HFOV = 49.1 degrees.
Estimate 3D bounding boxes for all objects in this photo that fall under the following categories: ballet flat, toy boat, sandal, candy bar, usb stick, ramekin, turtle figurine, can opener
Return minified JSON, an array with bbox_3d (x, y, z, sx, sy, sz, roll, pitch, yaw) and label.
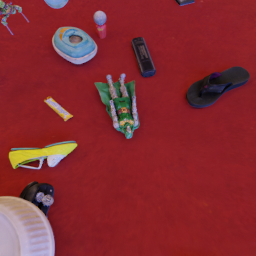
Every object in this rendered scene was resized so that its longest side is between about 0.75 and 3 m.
[{"bbox_3d":[-2.412,0.821,8.049,1.955,0.653,0.655,-7,76,-2],"label":"ballet flat"},{"bbox_3d":[-1.756,-3.580,10.791,1.987,1.098,2.363,38,63,24],"label":"toy boat"},{"bbox_3d":[3.094,-1.594,9.658,2.700,0.646,1.015,-29,60,-19],"label":"sandal"},{"bbox_3d":[-2.332,-0.648,9.307,1.255,0.139,0.313,39,63,23],"label":"candy bar"},{"bbox_3d":[0.568,-2.735,10.669,0.571,0.336,2.060,-13,56,-1],"label":"usb stick"},{"bbox_3d":[-2.910,2.654,5.859,2.462,1.292,2.462,-1,72,2],"label":"ramekin"},{"bbox_3d":[-2.863,-2.747,6.790,0.555,0.771,0.747,-6,8,15],"label":"turtle figurine"},{"bbox_3d":[-2.434,2.443,6.851,0.770,0.955,2.430,30,50,-29],"label":"can opener"}]

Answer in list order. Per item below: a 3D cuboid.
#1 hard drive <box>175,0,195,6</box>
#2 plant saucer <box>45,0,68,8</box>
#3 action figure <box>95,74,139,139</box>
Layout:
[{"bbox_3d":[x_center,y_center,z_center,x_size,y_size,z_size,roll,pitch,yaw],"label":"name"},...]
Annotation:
[{"bbox_3d":[2.655,-5.974,13.084,0.769,0.126,0.537,-18,57,-13],"label":"hard drive"},{"bbox_3d":[-1.811,-3.433,6.949,0.117,0.852,0.852,25,57,34],"label":"plant saucer"},{"bbox_3d":[-0.187,-0.709,9.080,1.434,0.664,2.428,-9,59,-10],"label":"action figure"}]
